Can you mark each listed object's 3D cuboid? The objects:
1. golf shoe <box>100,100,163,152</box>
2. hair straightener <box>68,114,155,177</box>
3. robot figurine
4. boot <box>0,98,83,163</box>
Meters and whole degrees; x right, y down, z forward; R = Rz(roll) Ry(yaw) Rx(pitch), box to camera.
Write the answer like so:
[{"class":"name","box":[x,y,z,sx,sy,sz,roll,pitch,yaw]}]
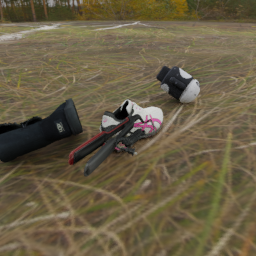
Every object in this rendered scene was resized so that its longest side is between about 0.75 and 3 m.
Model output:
[{"class":"golf shoe","box":[0.249,-0.272,8.156,0.944,1.197,2.601,17,29,34]},{"class":"hair straightener","box":[-0.149,0.383,6.652,0.983,0.523,2.555,36,43,22]},{"class":"robot figurine","box":[1.959,-1.721,10.858,1.711,1.067,1.285,37,54,9]},{"class":"boot","box":[-2.384,0.004,7.565,2.190,0.996,2.607,-19,12,-8]}]
